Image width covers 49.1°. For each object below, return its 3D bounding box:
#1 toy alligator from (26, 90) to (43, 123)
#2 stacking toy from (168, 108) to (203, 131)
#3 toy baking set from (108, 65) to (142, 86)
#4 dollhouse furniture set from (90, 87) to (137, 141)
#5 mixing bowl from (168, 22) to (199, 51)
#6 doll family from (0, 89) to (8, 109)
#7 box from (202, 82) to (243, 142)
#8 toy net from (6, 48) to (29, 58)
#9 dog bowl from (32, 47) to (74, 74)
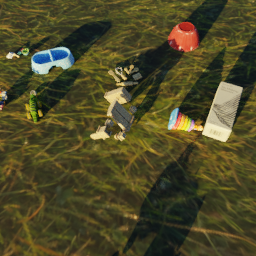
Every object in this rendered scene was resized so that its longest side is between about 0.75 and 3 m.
[{"bbox_3d":[-3.895,-0.994,11.491,0.581,0.421,1.752,-14,57,-10],"label":"toy alligator"},{"bbox_3d":[2.286,-0.155,10.859,1.332,0.773,0.731,19,60,-4],"label":"stacking toy"},{"bbox_3d":[-0.127,-2.323,12.536,1.498,0.174,1.150,-6,56,4],"label":"toy baking set"},{"bbox_3d":[-0.553,-0.356,10.868,0.963,1.127,2.175,-13,44,42],"label":"dollhouse furniture set"},{"bbox_3d":[2.788,-4.589,13.721,1.571,0.851,1.571,0,56,1],"label":"mixing bowl"},{"bbox_3d":[-5.418,-1.135,11.661,0.616,0.447,0.992,9,73,-3],"label":"doll family"},{"bbox_3d":[3.752,-0.682,11.046,0.964,0.803,2.347,19,58,12],"label":"box"},{"bbox_3d":[-5.298,-3.632,13.439,1.092,0.211,0.573,-12,56,-8],"label":"toy net"},{"bbox_3d":[-3.501,-3.168,12.955,1.970,0.488,1.098,-17,57,-11],"label":"dog bowl"}]
